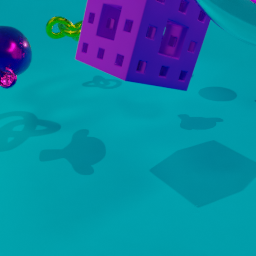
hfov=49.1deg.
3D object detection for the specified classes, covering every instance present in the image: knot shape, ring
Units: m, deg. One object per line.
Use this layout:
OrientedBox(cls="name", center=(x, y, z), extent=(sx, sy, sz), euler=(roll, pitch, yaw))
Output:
OrientedBox(cls="knot shape", center=(-1.785, -3.060, 8.692), extent=(1.200, 0.593, 1.283), euler=(6, 10, 27))
OrientedBox(cls="ring", center=(1.131, -1.256, 2.518), extent=(1.375, 0.275, 1.375), euler=(9, 60, -16))

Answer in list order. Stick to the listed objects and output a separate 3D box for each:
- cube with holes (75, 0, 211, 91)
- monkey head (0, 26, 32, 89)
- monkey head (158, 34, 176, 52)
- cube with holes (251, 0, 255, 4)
OrientedBox(cls="cube with holes", center=(0.217, -1.445, 4.263), extent=(1.318, 1.318, 1.318), euler=(1, 22, -42))
OrientedBox(cls="monkey head", center=(-2.445, -1.312, 5.112), extent=(1.297, 1.087, 1.803), euler=(-36, 38, 12))
OrientedBox(cls="monkey head", center=(0.838, -1.773, 6.490), extent=(0.810, 1.344, 0.967), euler=(9, 31, -33))
OrientedBox(cls="cube with holes", center=(3.220, -3.049, 6.245), extent=(1.288, 1.288, 1.288), euler=(41, 13, 17))
